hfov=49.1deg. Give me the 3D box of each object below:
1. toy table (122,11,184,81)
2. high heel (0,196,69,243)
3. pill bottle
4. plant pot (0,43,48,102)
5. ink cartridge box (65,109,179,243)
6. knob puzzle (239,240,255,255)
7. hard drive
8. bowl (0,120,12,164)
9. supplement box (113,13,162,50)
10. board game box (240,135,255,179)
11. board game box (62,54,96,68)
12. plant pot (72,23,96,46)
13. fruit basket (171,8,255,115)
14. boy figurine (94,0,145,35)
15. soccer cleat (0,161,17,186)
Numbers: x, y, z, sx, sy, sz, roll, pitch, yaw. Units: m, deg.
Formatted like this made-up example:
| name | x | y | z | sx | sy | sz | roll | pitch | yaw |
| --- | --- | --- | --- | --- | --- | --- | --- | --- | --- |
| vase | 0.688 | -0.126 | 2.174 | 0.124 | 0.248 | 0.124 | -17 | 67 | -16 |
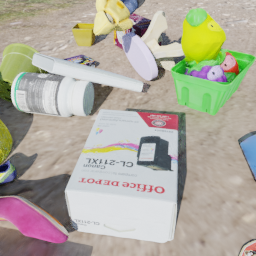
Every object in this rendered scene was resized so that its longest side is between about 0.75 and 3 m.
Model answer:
| name | x | y | z | sx | sy | sz | roll | pitch | yaw |
| --- | --- | --- | --- | --- | --- | --- | --- | --- | --- |
| toy table | 0.906 | -2.847 | 10.224 | 1.476 | 2.317 | 2.520 | -27 | 51 | -8 |
| high heel | -2.408 | 1.722 | 4.939 | 2.691 | 0.906 | 1.291 | 23 | 65 | 12 |
| pill bottle | -2.145 | -0.950 | 8.178 | 2.115 | 1.196 | 1.196 | 7 | 36 | 10 |
| plant pot | -3.615 | -1.665 | 9.155 | 1.581 | 1.581 | 1.501 | 5 | 49 | 7 |
| ink cartridge box | 0.067 | 0.793 | 5.814 | 1.915 | 1.088 | 2.628 | 5 | 36 | 7 |
| knob puzzle | 2.247 | 2.213 | 4.667 | 0.871 | 0.121 | 0.871 | 0 | 36 | 0 |
| hard drive | -1.219 | -1.693 | 8.634 | 2.910 | 0.382 | 1.919 | 7 | 13 | -36 |
| bowl | -4.206 | 0.081 | 6.601 | 2.528 | 1.360 | 2.528 | 0 | 35 | 0 |
| supplement box | 0.367 | -4.119 | 12.445 | 1.076 | 1.386 | 2.511 | -19 | 39 | -24 |
| board game box | 3.783 | 1.042 | 5.982 | 2.339 | 0.576 | 2.960 | -1 | 30 | 6 |
| board game box | -2.038 | -2.537 | 11.148 | 1.171 | 0.332 | 0.968 | -26 | 44 | -31 |
| plant pot | -2.030 | -4.412 | 13.321 | 0.977 | 0.861 | 0.977 | 5 | 36 | 7 |
| fruit basket | 2.575 | -2.180 | 8.605 | 2.109 | 2.923 | 2.923 | 23 | 41 | 28 |
| boy figurine | -0.384 | -3.614 | 8.479 | 0.762 | 1.470 | 2.365 | -19 | 28 | 45 |
| soccer cleat | -3.077 | 1.063 | 5.880 | 1.387 | 0.580 | 0.448 | -19 | 39 | -24 |
